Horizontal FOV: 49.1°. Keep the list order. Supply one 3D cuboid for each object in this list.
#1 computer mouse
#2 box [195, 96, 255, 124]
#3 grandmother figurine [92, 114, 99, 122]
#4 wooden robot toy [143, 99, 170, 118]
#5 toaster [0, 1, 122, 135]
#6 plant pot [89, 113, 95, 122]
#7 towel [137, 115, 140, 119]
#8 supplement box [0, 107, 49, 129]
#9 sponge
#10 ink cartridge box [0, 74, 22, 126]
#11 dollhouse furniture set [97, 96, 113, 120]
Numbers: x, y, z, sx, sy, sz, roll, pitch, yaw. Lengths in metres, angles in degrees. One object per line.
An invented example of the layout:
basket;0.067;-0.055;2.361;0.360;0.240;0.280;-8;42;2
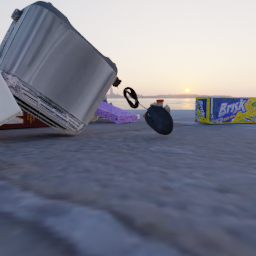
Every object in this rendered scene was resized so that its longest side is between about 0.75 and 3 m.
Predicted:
computer mouse;0.359;-0.415;6.161;0.291;0.502;1.711;-9;38;-39
box;3.930;-0.678;10.495;2.830;0.991;0.910;-2;5;-21
grandmother figurine;-1.984;-0.503;11.813;1.618;0.490;0.981;-1;13;20
wooden robot toy;1.102;-0.729;12.359;1.001;0.972;2.207;-12;6;-10
toaster;-1.574;-1.121;6.241;1.650;1.875;2.903;11;-21;49
plant pot;-1.630;-0.546;10.518;0.952;0.952;0.639;4;-28;38
towel;-0.157;-0.546;13.737;1.388;0.224;1.326;2;5;8
supplement box;-4.026;-1.012;8.874;2.874;1.908;2.834;-5;7;-44
sponge;-0.811;-0.685;11.331;2.189;0.326;1.221;23;18;35
ink cartridge box;-3.460;-0.919;5.216;1.203;2.093;2.884;-38;28;-32
dollhouse furniture set;-1.270;-0.541;13.066;1.445;0.999;1.531;-22;38;-2
